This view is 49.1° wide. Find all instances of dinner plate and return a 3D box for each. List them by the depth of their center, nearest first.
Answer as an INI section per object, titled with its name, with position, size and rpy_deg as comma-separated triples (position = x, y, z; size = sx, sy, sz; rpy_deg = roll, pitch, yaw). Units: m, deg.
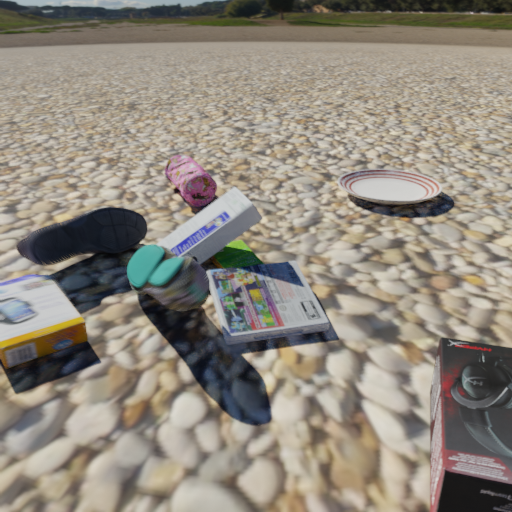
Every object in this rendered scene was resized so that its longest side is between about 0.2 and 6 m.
[dinner plate]
position = 3.072, -1.576, 13.010
size = 2.364, 0.287, 2.364
rpy_deg = 0, 27, 0

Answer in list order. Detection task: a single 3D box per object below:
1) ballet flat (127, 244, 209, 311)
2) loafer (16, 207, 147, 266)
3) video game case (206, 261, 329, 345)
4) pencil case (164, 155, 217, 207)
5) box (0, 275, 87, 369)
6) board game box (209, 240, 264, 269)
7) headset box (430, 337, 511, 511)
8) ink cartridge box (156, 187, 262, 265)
[ballet flat]
position = -1.300, 0.387, 8.326
size = 0.875, 0.875, 2.432
rpy_deg = -12, 11, -23
[loafer]
position = -3.044, -0.385, 9.886
size = 0.737, 0.841, 2.341
rpy_deg = 3, 14, 42
[video game case]
position = 0.119, 0.651, 8.378
size = 1.492, 0.188, 1.637
rpy_deg = -6, 34, -13
[pencil case]
position = -1.522, -1.750, 12.834
size = 0.756, 0.790, 1.826
rpy_deg = 24, 11, -33
[box]
position = -3.271, 0.829, 7.984
size = 1.101, 0.384, 1.850
rpy_deg = -17, 30, -31
[board game box]
position = -0.288, 0.143, 9.576
size = 0.700, 0.220, 1.464
rpy_deg = -11, 27, -22
[headset box]
position = 2.573, 1.851, 5.330
size = 1.707, 0.886, 2.293
rpy_deg = 7, 25, 15
[ink cartridge box]
position = -0.953, -0.337, 9.711
size = 2.065, 0.405, 1.027
rpy_deg = -35, 31, -2
